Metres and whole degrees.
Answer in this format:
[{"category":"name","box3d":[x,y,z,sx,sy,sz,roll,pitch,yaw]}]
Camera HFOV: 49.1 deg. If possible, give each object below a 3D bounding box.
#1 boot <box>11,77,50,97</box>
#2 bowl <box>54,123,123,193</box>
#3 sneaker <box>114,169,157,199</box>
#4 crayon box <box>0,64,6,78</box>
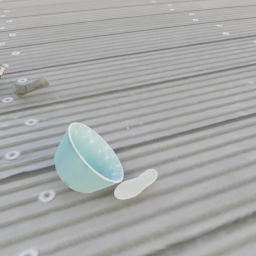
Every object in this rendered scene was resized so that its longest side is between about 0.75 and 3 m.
[{"category":"boot","box3d":[-3.144,-1.384,9.134,1.108,0.402,1.007,-17,2,-7]},{"category":"bowl","box3d":[-0.931,0.752,6.006,0.838,1.602,1.602,-42,37,15]},{"category":"sneaker","box3d":[0.169,1.247,6.082,1.007,0.574,0.365,-25,80,-10]},{"category":"crayon box","box3d":[-4.840,-1.720,9.501,1.055,0.356,1.223,25,85,30]}]
